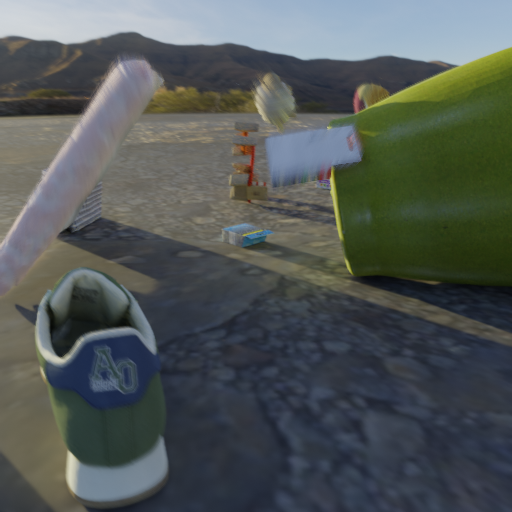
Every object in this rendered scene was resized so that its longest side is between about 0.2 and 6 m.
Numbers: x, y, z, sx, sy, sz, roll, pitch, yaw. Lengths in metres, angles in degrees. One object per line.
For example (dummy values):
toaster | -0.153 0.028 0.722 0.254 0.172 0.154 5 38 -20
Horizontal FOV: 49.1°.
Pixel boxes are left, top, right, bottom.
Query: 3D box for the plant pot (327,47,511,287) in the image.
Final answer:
plant pot | 2.782 -1.033 7.681 3.361 3.491 3.491 -9 15 14

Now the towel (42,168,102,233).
towel | -3.501 -1.218 10.886 0.677 1.309 1.581 10 19 6

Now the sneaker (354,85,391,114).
sneaker | 2.268 -2.221 11.358 1.265 2.807 1.052 9 59 37

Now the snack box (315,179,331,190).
snack box | 2.866 -2.022 14.579 2.191 0.580 1.558 15 23 39

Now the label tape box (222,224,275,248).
label tape box | -0.142 -0.334 9.802 0.563 0.260 0.786 -16 26 -40

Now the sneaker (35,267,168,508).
sneaker | -1.379 0.673 4.836 0.979 1.311 2.920 -7 19 -22

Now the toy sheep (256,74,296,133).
toy sheep | 0.290 -2.247 8.292 0.608 0.882 0.608 -7 25 3

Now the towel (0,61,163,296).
towel | -2.534 -1.340 8.332 0.551 3.420 3.266 34 14 -15

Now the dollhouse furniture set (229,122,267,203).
dollhouse furniture set | -0.121 -2.050 13.307 0.870 1.689 1.670 3 52 3

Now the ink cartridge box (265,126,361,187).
ink cartridge box | 0.702 -1.245 7.006 1.107 0.279 0.603 -9 60 2
